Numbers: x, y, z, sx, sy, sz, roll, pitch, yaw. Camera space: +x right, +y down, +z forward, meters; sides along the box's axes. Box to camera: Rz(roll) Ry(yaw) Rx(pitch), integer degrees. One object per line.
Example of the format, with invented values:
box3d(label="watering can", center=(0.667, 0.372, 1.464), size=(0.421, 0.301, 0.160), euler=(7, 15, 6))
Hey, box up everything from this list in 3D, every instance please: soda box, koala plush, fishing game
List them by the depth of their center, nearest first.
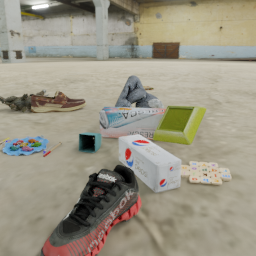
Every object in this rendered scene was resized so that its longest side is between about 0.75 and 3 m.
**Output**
box3d(label="soda box", center=(0.461, 0.794, 6.976), size=(0.656, 0.702, 2.061), euler=(-8, 19, -25))
box3d(label="fishing game", center=(-3.158, 0.474, 8.745), size=(2.020, 0.314, 1.447), euler=(6, 21, 17))
box3d(label="soda box", center=(0.439, -0.173, 9.699), size=(2.769, 0.947, 0.880), euler=(2, 17, 6))
box3d(label="koala plush", center=(0.596, -1.163, 12.108), size=(1.920, 1.764, 1.702), euler=(25, -4, -3))

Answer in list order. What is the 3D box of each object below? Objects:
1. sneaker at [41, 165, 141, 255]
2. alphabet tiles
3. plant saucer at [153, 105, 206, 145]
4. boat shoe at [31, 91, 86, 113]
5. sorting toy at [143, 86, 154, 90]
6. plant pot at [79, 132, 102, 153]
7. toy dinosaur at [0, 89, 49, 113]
box3d(label="sneaker", center=(-0.525, 1.310, 4.616), size=(0.811, 1.120, 2.293), euler=(13, 23, 30))
box3d(label="alphabet tiles", center=(1.906, 1.115, 6.983), size=(1.230, 0.090, 1.203), euler=(3, 16, 10))
box3d(label="plant saucer", center=(1.468, -0.197, 8.363), size=(1.348, 0.323, 1.346), euler=(6, 57, 42))
box3d(label="boat shoe", center=(-3.317, -1.326, 13.485), size=(2.626, 0.945, 0.947), euler=(-5, 18, -17))
box3d(label="sorting toy", center=(1.379, -2.749, 19.462), size=(0.504, 0.177, 1.044), euler=(-6, 18, -18))
box3d(label="plant pot", center=(-1.109, 0.403, 8.639), size=(0.537, 0.538, 0.761), euler=(5, 9, 16))
box3d(label="toy dinosaur", center=(-5.259, -1.210, 13.509), size=(2.767, 1.065, 1.415), euler=(-10, 4, -6))
